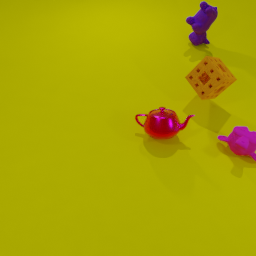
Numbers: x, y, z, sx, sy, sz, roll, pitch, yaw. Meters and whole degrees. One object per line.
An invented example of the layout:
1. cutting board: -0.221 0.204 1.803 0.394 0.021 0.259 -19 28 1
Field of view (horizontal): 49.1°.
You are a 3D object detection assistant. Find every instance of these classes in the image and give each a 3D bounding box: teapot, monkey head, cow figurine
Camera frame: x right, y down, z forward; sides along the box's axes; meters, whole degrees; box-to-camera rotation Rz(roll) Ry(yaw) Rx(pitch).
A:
1. teapot: 1.004 -0.186 7.786 1.676 0.821 1.042 5 25 16
2. monkey head: 3.005 0.443 7.440 1.264 0.762 0.909 33 42 19
3. cow figurine: 2.802 -3.805 10.403 1.484 1.508 0.828 3 49 -47

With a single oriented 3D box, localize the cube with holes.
1. cube with holes: 2.451 -1.468 8.296 0.886 0.886 0.886 -11 63 -48
